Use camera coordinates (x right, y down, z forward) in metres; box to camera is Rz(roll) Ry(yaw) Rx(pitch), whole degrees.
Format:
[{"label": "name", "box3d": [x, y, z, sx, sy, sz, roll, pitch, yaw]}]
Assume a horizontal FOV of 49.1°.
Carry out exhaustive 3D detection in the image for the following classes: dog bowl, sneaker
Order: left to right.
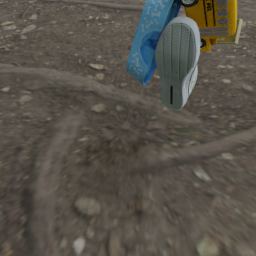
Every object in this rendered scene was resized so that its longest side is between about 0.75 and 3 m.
[{"label": "dog bowl", "box3d": [0.508, -1.909, 5.859, 0.514, 2.073, 1.155, 27, 41, 7]}, {"label": "sneaker", "box3d": [1.085, -1.408, 5.973, 0.874, 2.393, 0.847, 21, 61, 14]}]

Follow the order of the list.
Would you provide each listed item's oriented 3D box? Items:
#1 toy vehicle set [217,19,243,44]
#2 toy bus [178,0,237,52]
[{"label": "toy vehicle set", "box3d": [2.088, -2.116, 6.175, 0.106, 0.497, 0.800, 1, 13, -39]}, {"label": "toy bus", "box3d": [1.478, -2.342, 5.093, 0.921, 2.354, 0.766, 2, 72, 22]}]
